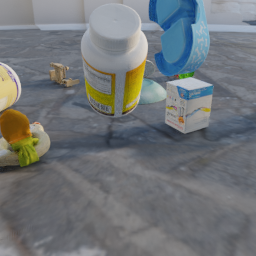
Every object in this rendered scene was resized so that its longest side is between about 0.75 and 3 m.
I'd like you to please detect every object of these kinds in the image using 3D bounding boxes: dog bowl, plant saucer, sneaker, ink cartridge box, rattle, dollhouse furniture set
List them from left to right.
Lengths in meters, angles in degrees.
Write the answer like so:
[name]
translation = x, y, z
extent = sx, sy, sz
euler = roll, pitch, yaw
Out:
[rattle]
translation = -2.788, -0.114, 7.204
extent = 1.420, 1.558, 2.181
euler = -18, 30, 9
[dollhouse furniture set]
translation = -2.989, -2.575, 13.159
extent = 0.765, 0.896, 1.728
euler = -21, 32, -34
[sneaker]
translation = -0.079, -3.181, 14.328
extent = 2.720, 1.002, 1.572
euler = -4, 28, -7
[plant saucer]
translation = 0.316, -1.662, 11.644
extent = 2.691, 0.518, 2.691
euler = 0, 24, 0
[dog bowl]
translation = 1.376, -2.820, 7.618
extent = 0.727, 2.931, 1.634
euler = 0, -13, -29
[ink cartridge box]
translation = 1.822, -0.701, 8.524
extent = 0.991, 1.370, 1.009
euler = -15, 29, -26

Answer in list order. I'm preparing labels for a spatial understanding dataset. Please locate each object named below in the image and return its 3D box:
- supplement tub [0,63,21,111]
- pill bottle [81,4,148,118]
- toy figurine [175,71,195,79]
[supplement tub]
translation = -4.826, -1.135, 9.108
extent = 1.673, 1.673, 2.301
euler = 6, 26, 13
[pill bottle]
translation = -0.264, -1.185, 5.333
extent = 1.168, 2.139, 1.168
euler = 2, 62, -3
[toy figurine]
translation = 2.652, -2.811, 14.159
extent = 1.062, 0.798, 0.978
euler = -39, 25, -19
